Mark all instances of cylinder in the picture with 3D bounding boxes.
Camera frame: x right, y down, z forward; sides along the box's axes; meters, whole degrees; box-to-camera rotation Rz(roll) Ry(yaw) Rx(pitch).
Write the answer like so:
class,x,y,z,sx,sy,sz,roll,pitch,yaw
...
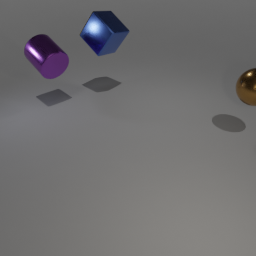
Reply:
class,x,y,z,sx,sy,sz,roll,pitch,yaw
cylinder,-3.523,-3.089,12.156,1.400,1.400,1.400,-28,64,-37

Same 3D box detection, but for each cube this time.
class,x,y,z,sx,sy,sz,roll,pitch,yaw
cube,-1.083,-4.402,13.007,1.400,1.400,1.400,49,38,7

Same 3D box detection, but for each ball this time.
class,x,y,z,sx,sy,sz,roll,pitch,yaw
ball,4.707,-1.502,10.304,1.400,1.400,1.400,0,32,0
